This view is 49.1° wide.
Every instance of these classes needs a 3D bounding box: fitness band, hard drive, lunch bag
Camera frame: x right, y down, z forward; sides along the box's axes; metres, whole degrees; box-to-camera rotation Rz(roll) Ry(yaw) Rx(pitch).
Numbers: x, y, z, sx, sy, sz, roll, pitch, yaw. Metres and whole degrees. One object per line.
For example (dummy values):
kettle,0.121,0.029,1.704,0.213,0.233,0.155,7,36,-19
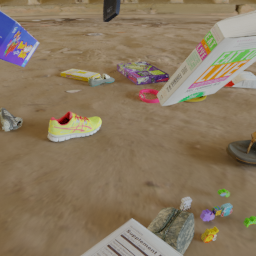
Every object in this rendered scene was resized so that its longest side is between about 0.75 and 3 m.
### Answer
fitness band,0.871,-1.229,10.700,0.814,0.212,1.134,-3,28,-12
hard drive,-0.593,-4.528,10.272,0.253,1.196,0.807,14,-21,-41
lunch bag,0.662,1.685,4.581,0.642,0.533,0.766,6,27,33

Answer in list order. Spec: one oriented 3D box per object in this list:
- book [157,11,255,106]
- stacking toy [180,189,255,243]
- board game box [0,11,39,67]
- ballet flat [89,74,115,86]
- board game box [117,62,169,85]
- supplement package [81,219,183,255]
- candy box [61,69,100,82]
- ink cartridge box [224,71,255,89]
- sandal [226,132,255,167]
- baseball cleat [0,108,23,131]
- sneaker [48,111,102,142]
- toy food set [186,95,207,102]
book,1.604,-1.195,5.242,1.478,2.213,0.532,-17,75,-23
stacking toy,1.636,1.562,5.124,1.161,0.273,0.875,-8,29,-20
board game box,-2.359,-1.670,3.662,2.173,0.486,1.461,33,2,-11
ballet flat,-1.125,-2.146,12.237,1.346,0.429,0.454,-21,33,-35
board game box,0.636,-2.669,13.365,1.597,0.430,2.660,-6,27,-20
supplement package,-0.151,2.229,2.271,2.086,1.583,1.572,-24,35,-39
candy box,-2.251,-2.497,13.155,1.690,0.223,0.864,16,33,29
ink cartridge box,4.671,-2.171,12.223,1.720,0.407,1.377,6,28,2
sandal,3.552,0.378,6.971,2.438,0.666,0.996,-6,27,-11
baseball cleat,-3.614,-0.264,8.627,0.647,0.424,1.216,-7,37,-26
sneaker,-1.469,-0.142,7.931,1.634,0.738,0.639,-17,30,-32
toy food set,2.516,-1.714,11.069,1.263,0.701,2.147,8,28,16
